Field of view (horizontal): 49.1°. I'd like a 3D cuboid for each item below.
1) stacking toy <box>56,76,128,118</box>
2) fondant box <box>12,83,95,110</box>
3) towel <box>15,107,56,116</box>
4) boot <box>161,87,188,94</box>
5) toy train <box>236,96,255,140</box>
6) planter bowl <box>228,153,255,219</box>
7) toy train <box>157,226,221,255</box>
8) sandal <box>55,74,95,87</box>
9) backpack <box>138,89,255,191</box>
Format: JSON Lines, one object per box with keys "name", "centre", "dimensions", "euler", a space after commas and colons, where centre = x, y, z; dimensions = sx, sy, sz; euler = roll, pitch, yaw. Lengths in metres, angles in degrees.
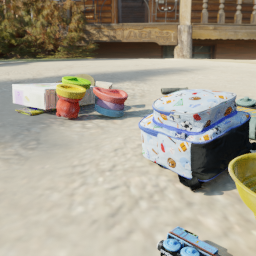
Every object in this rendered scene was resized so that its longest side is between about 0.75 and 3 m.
{"name": "stacking toy", "centre": [-1.414, -1.034, 10.330], "dimensions": [2.562, 1.082, 2.319], "euler": [7, 21, -17]}
{"name": "fondant box", "centre": [-2.947, -1.366, 11.427], "dimensions": [1.958, 0.790, 2.713], "euler": [11, 14, 33]}
{"name": "towel", "centre": [-3.505, -0.724, 10.774], "dimensions": [0.964, 0.153, 1.342], "euler": [12, 21, 33]}
{"name": "boot", "centre": [2.314, -1.870, 14.026], "dimensions": [1.234, 0.448, 1.122], "euler": [5, 2, -5]}
{"name": "toy train", "centre": [3.217, -0.293, 8.119], "dimensions": [1.398, 1.045, 2.453], "euler": [-30, 34, -36]}
{"name": "planter bowl", "centre": [2.351, 1.089, 3.436], "dimensions": [2.248, 0.936, 2.248], "euler": [3, 15, -1]}
{"name": "toy train", "centre": [0.770, 1.489, 3.213], "dimensions": [0.881, 0.382, 0.503], "euler": [15, 16, 39]}
{"name": "sandal", "centre": [-2.447, -1.879, 13.360], "dimensions": [2.686, 0.985, 0.883], "euler": [-4, -17, 28]}
{"name": "backpack", "centre": [1.245, 0.080, 5.872], "dimensions": [2.178, 1.678, 2.074], "euler": [-17, 14, -37]}
